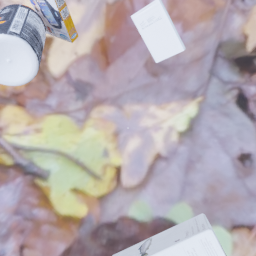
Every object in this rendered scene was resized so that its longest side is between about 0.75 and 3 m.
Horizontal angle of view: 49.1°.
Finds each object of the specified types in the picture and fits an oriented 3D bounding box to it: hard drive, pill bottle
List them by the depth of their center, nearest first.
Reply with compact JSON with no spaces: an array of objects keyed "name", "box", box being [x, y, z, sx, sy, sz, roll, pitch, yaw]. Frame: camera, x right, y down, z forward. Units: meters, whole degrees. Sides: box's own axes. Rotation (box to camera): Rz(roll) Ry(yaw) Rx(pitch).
[{"name":"pill bottle","box":[-2.169,-1.750,5.496,1.027,1.027,1.934,-10,42,-1]},{"name":"hard drive","box":[0.635,-2.022,5.921,1.142,0.753,0.150,57,45,-18]}]

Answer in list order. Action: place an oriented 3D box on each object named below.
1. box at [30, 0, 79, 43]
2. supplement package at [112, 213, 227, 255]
[{"name":"box","box":[-1.653,-2.495,6.211,0.864,1.452,0.301,26,65,23]},{"name":"supplement package","box":[0.679,2.382,4.540,1.908,1.116,1.119,-28,82,6]}]
